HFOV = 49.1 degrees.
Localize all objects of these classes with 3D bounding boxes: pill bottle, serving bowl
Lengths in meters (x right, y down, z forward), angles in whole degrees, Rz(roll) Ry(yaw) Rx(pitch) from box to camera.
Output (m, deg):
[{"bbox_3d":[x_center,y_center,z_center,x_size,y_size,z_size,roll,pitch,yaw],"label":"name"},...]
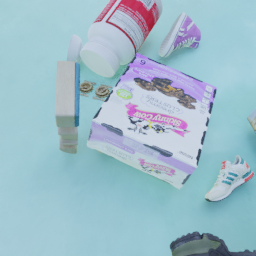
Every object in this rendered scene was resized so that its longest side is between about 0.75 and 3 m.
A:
[{"bbox_3d":[-0.220,-3.012,8.636,1.583,1.583,2.820,26,72,18],"label":"pill bottle"},{"bbox_3d":[-1.600,-2.319,8.669,0.351,1.067,1.067,10,52,-5],"label":"serving bowl"}]

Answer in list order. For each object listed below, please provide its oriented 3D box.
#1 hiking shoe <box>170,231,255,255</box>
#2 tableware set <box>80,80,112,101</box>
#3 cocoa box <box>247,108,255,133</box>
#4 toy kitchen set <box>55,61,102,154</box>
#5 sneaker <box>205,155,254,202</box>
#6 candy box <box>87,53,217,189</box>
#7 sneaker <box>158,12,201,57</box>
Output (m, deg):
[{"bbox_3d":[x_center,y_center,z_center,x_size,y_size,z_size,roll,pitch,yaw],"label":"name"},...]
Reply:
[{"bbox_3d":[1.870,2.672,4.435,2.682,1.016,1.350,18,47,-7],"label":"hiking shoe"},{"bbox_3d":[-1.009,-1.169,8.299,0.957,0.192,0.633,16,55,11],"label":"tableware set"},{"bbox_3d":[4.333,-0.415,5.886,1.847,2.770,1.817,1,50,-19],"label":"cocoa box"},{"bbox_3d":[-0.704,-0.340,6.244,1.669,2.083,1.227,0,66,-11],"label":"toy kitchen set"},{"bbox_3d":[2.141,1.096,6.218,1.346,0.474,0.629,-28,87,-19],"label":"sneaker"},{"bbox_3d":[0.684,-0.306,6.668,2.312,0.986,2.757,24,49,4],"label":"candy box"},{"bbox_3d":[1.808,-2.832,9.135,1.121,0.713,1.966,37,65,-14],"label":"sneaker"}]
